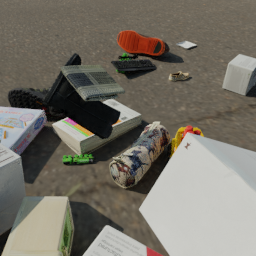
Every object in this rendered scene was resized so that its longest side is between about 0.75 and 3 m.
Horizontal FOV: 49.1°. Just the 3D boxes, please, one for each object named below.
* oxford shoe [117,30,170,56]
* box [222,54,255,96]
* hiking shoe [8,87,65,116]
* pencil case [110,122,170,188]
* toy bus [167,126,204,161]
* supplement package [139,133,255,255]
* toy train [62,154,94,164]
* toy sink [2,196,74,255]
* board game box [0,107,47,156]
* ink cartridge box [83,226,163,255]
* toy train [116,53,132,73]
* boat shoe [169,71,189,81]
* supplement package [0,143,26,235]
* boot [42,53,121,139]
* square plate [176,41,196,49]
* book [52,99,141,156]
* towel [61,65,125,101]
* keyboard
[{"bbox_3d":[0.741,-4.295,14.475,2.987,1.063,1.083,27,22,29],"label":"oxford shoe"},{"bbox_3d":[4.577,-2.144,11.240,1.001,1.169,1.163,27,45,27],"label":"box"},{"bbox_3d":[-2.947,-0.975,10.065,2.659,1.007,1.339,9,19,12],"label":"hiking shoe"},{"bbox_3d":[0.382,0.659,7.693,0.827,0.951,2.126,16,39,28],"label":"pencil case"},{"bbox_3d":[1.628,0.492,7.488,1.054,1.491,1.553,1,35,3],"label":"toy bus"},{"bbox_3d":[2.035,1.624,4.891,2.467,1.814,2.359,14,23,-38],"label":"supplement package"},{"bbox_3d":[-1.431,0.903,8.020,0.912,0.190,0.257,-2,47,-3],"label":"toy train"},{"bbox_3d":[-1.615,2.354,5.268,0.998,1.161,1.781,1,36,0],"label":"toy sink"},{"bbox_3d":[-4.178,0.212,8.535,2.494,0.513,2.488,6,37,14],"label":"board game box"},{"bbox_3d":[-0.293,3.112,4.334,1.821,1.057,2.523,20,41,24],"label":"ink cartridge box"},{"bbox_3d":[-0.162,-3.068,13.182,0.481,0.356,1.706,15,38,3],"label":"toy train"},{"bbox_3d":[2.232,-2.278,12.113,0.968,0.335,0.357,-15,40,-19],"label":"boat shoe"},{"bbox_3d":[-3.416,1.515,5.636,1.268,1.781,2.287,25,35,29],"label":"supplement package"},{"bbox_3d":[-0.982,-0.787,7.232,1.877,1.547,0.616,31,-1,-10],"label":"boot"},{"bbox_3d":[3.174,-4.519,15.281,0.798,0.115,0.806,-26,44,-31],"label":"square plate"},{"bbox_3d":[-0.992,-0.173,9.164,2.440,0.586,1.630,-27,42,-32],"label":"book"},{"bbox_3d":[-0.783,-1.030,6.331,1.179,0.204,1.135,-14,53,-42],"label":"towel"},{"bbox_3d":[0.172,-3.023,12.827,2.025,0.209,1.287,-10,45,-30],"label":"keyboard"}]
